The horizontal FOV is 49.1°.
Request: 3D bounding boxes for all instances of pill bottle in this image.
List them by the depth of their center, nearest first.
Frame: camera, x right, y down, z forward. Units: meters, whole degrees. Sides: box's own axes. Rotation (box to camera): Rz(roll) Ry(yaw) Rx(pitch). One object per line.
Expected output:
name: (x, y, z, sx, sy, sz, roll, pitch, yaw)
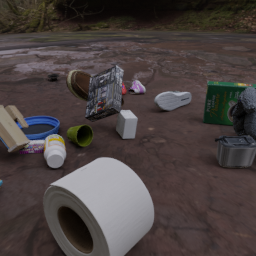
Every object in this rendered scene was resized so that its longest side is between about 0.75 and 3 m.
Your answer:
pill bottle: (-2.396, 0.771, 9.179, 0.687, 0.687, 1.238, -6, 26, -13)

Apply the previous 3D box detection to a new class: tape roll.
tape roll: (-0.601, 1.713, 5.660, 1.914, 1.914, 1.314, 19, 31, 36)

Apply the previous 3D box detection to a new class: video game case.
video game case: (-3.400, 0.667, 10.045, 0.829, 0.148, 0.752, -3, 25, -6)

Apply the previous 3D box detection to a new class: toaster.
toaster: (3.399, 0.760, 8.962, 1.361, 0.879, 0.773, 0, 24, -2)

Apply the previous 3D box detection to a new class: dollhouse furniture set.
dollhouse furniture set: (-4.858, 0.572, 9.666, 2.469, 1.611, 2.331, -36, 2, 3)

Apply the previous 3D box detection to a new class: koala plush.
koala plush: (4.985, 0.107, 9.643, 2.159, 2.238, 2.435, -8, 47, -16)

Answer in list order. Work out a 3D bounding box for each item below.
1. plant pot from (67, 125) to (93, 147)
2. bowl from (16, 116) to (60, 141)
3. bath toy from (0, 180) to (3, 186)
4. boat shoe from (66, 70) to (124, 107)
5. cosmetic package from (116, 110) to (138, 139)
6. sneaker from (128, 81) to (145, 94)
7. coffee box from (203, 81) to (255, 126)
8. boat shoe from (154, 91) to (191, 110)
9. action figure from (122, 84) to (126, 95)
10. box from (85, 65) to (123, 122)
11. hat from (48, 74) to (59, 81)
plant pot: (-1.838, 0.250, 10.362, 0.762, 0.792, 0.792, 6, 22, 42)
bowl: (-3.675, 0.033, 11.173, 1.868, 0.367, 1.868, 0, 25, 0)
bath toy: (-3.689, 1.764, 7.302, 0.608, 0.517, 1.398, -45, 23, 10)
boat shoe: (-1.041, -1.383, 10.274, 1.023, 1.021, 2.765, 0, -13, 30)
cosmetic package: (-0.060, -0.148, 10.895, 0.529, 0.858, 0.861, -1, 25, -20)
sneaker: (0.343, -2.352, 16.196, 0.844, 0.537, 1.481, -12, 27, -17)
coffee box: (4.702, -0.973, 11.669, 2.932, 1.803, 0.645, 5, 26, 14)
boat shoe: (2.086, -1.373, 13.871, 2.444, 0.881, 0.867, -8, 15, -40)
action figure: (-0.723, -2.461, 16.310, 0.918, 0.725, 2.806, -5, 28, -18)
box: (-0.728, -1.050, 8.610, 1.181, 1.498, 0.373, -17, -31, 36)
hat: (-4.910, -3.307, 18.516, 0.807, 0.326, 0.807, 1, 33, 0)
